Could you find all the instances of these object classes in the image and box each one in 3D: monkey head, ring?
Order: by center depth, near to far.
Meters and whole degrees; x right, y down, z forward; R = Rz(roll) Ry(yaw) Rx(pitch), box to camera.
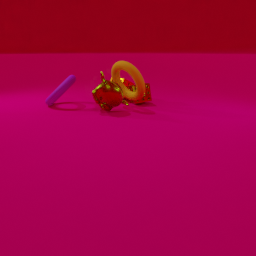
[{"bbox_3d":[-0.765,-1.313,10.469,1.058,1.756,1.263,-38,34,5],"label":"monkey head"},{"bbox_3d":[-0.004,-1.828,10.951,0.338,1.692,1.692,-39,36,-28],"label":"ring"},{"bbox_3d":[-2.772,-1.558,11.566,1.656,0.331,1.656,-41,15,14],"label":"ring"}]

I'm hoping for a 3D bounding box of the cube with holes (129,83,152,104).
[{"bbox_3d":[0.514,-1.487,11.928,0.739,0.739,0.739,-11,12,-11],"label":"cube with holes"}]

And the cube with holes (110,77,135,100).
[{"bbox_3d":[-0.322,-1.773,12.668,0.787,0.787,0.787,13,-2,39],"label":"cube with holes"}]
